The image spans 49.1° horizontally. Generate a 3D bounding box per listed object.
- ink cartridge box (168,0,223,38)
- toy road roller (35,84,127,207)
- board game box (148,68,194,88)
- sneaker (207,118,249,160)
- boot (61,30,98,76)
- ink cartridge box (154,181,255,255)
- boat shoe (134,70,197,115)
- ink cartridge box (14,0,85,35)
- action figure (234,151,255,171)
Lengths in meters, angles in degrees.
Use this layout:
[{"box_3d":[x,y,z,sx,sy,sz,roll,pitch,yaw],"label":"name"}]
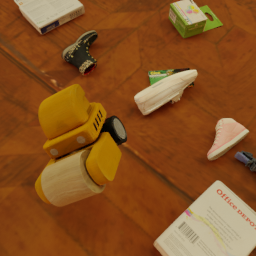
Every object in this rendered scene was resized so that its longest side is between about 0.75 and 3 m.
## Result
[{"box_3d":[2.533,-4.162,10.303,1.695,0.642,1.253,-22,63,-10],"label":"ink cartridge box"},{"box_3d":[-1.056,0.193,5.345,1.354,1.608,2.203,-24,24,21],"label":"toy road roller"},{"box_3d":[1.402,-1.605,9.184,1.396,0.164,0.731,-5,63,-3],"label":"board game box"},{"box_3d":[2.624,0.260,7.921,1.534,0.577,0.802,-31,67,-21],"label":"sneaker"},{"box_3d":[-1.346,-2.529,9.478,1.509,0.545,1.140,-42,71,-14],"label":"boot"},{"box_3d":[1.888,2.510,6.488,2.123,0.899,1.534,-38,68,-17],"label":"ink cartridge box"},{"box_3d":[1.256,-1.094,8.599,2.167,0.742,0.780,-31,21,-18],"label":"boat shoe"},{"box_3d":[-3.003,-4.623,10.691,1.962,0.399,1.966,-35,67,-17],"label":"ink cartridge box"},{"box_3d":[4.323,0.901,7.142,2.724,1.425,2.635,31,57,17],"label":"action figure"}]
